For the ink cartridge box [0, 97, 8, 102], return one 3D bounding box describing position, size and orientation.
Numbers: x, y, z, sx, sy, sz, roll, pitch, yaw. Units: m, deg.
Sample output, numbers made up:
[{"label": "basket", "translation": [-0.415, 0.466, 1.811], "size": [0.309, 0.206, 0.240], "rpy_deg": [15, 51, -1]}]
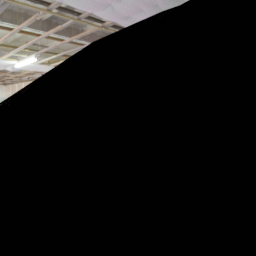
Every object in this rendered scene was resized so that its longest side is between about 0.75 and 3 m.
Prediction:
[{"label": "ink cartridge box", "translation": [-4.485, -0.554, 9.496], "size": [1.658, 0.972, 2.264], "rpy_deg": [0, 6, 0]}]
